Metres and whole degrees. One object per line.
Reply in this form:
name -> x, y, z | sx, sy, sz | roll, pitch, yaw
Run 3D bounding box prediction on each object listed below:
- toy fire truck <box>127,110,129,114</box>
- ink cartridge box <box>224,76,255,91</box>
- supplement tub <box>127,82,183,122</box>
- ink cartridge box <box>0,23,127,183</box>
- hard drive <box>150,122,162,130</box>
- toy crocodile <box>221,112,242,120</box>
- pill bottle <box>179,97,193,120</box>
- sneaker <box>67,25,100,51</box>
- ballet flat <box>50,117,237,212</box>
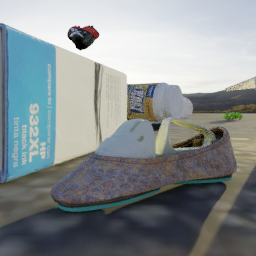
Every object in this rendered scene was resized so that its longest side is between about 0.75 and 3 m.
toy fire truck -> -0.337, -0.261, 7.328 | 1.063, 0.684, 0.936 | 19, 14, 42
ink cartridge box -> 2.670, -0.354, 3.057 | 1.646, 0.954, 2.826 | -7, -1, -25
supplement tub -> 0.871, -0.959, 10.659 | 2.121, 1.534, 1.534 | 2, 4, 32
ink cartridge box -> -1.201, -0.241, 3.088 | 1.780, 1.027, 2.453 | 1, 4, 17
hard drive -> 0.396, -0.062, 7.163 | 1.067, 0.175, 0.745 | 3, 5, 42
toy crocodile -> 5.219, -0.564, 14.056 | 1.276, 0.394, 0.431 | -7, 8, -30
pill bottle -> 2.376, -0.911, 13.128 | 1.114, 1.114, 2.136 | 0, 4, -1
sneaker -> -1.511, -2.739, 8.571 | 1.485, 0.726, 0.525 | 19, -16, 45
ballet flat -> 0.158, 0.153, 1.681 | 1.283, 0.432, 0.437 | -3, 5, -35
